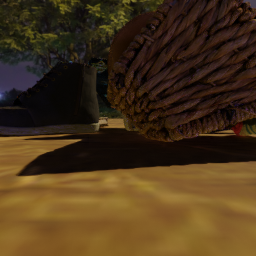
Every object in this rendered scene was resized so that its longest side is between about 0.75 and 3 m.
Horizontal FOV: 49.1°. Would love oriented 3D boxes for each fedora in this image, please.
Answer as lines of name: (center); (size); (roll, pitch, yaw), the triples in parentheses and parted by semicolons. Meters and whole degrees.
fedora: (0.575, -1.388, 6.215); (2.243, 2.243, 0.915); (0, 2, -11)

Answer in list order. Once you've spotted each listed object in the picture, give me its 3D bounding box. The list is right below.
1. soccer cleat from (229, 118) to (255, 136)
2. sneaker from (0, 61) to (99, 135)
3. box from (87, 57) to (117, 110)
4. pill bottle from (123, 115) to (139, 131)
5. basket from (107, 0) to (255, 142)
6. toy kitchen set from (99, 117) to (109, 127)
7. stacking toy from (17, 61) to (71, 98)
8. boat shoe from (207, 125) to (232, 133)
soccer cleat: (2.233, -0.127, 4.406); (0.994, 0.804, 2.302); (23, 6, 14)
sneaker: (-1.878, -0.629, 5.595); (2.794, 1.484, 1.045); (-2, 3, -38)
box: (0.250, -1.080, 8.127); (2.550, 0.587, 2.027); (13, -20, 22)
pill bottle: (0.785, -0.422, 6.734); (1.712, 0.991, 0.991); (0, 2, 10)
basket: (1.056, -0.525, 4.270); (2.098, 2.010, 2.816); (39, 8, 1)
toy kitchen set: (-1.143, -0.537, 9.485); (1.103, 0.995, 0.900); (-7, 7, -40)
stacking toy: (-2.249, -0.500, 7.043); (2.711, 1.488, 1.573); (-19, 49, -24)
boat shoe: (1.673, -0.159, 5.974); (1.606, 0.577, 0.543); (-6, 30, -5)
